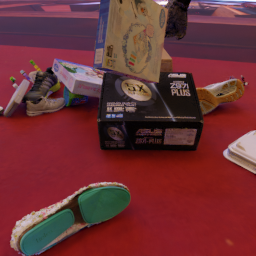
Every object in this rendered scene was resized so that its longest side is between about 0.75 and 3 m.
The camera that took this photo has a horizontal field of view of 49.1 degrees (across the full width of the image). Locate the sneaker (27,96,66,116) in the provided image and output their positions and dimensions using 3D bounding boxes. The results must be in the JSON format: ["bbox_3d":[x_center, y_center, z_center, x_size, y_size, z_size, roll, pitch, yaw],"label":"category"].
[{"bbox_3d":[-3.038,-0.909,10.454,1.518,0.622,0.567,-22,37,-31],"label":"sneaker"}]

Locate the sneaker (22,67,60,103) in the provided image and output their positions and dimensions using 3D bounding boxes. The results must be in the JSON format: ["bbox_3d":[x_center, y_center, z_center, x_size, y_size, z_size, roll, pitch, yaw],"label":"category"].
[{"bbox_3d":[-3.602,-1.746,11.448,0.934,1.023,2.527,5,31,8],"label":"sneaker"}]

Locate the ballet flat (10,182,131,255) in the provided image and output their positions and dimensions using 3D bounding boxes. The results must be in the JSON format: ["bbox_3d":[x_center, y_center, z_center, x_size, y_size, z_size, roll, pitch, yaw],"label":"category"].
[{"bbox_3d":[-1.184,1.725,5.903,2.591,0.980,0.828,-16,15,-31],"label":"ballet flat"}]

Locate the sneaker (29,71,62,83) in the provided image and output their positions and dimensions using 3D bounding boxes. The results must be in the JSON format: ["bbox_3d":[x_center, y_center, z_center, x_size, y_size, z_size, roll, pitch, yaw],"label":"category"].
[{"bbox_3d":[-3.735,-2.305,12.976,1.615,0.622,0.661,2,10,-6],"label":"sneaker"}]

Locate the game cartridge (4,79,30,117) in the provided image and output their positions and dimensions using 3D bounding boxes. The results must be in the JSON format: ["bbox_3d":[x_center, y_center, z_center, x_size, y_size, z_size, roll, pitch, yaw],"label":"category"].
[{"bbox_3d":[-4.124,-1.168,10.456,0.308,0.988,1.484,29,34,-23],"label":"game cartridge"}]

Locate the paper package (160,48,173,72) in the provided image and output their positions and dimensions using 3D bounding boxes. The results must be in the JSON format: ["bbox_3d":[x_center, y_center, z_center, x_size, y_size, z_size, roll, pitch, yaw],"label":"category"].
[{"bbox_3d":[1.062,-3.163,13.775,1.937,1.052,2.033,-4,31,-6],"label":"paper package"}]

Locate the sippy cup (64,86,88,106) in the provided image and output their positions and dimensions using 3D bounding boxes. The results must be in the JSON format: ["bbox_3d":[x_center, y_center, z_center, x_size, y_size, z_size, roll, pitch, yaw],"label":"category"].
[{"bbox_3d":[-2.020,-1.275,10.954,0.817,0.876,1.115,-3,44,-28],"label":"sippy cup"}]

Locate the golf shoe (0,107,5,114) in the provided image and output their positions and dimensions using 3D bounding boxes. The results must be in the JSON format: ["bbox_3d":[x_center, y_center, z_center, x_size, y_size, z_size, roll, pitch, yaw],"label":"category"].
[{"bbox_3d":[-5.307,-0.834,10.252,1.543,0.729,0.600,7,31,8],"label":"golf shoe"}]

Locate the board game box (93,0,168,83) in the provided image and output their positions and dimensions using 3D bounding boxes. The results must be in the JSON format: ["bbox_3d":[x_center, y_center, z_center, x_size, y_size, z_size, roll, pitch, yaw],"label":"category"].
[{"bbox_3d":[0.091,-1.685,5.149,1.483,1.490,0.323,5,3,-45],"label":"board game box"}]

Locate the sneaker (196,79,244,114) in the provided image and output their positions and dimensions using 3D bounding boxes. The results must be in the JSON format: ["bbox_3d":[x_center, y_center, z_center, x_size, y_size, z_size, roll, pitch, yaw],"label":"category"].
[{"bbox_3d":[2.995,-1.105,10.699,2.697,1.020,1.182,-13,4,-7],"label":"sneaker"}]

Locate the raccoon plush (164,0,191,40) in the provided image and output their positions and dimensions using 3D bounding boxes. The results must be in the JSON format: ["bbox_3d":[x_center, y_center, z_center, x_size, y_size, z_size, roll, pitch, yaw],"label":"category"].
[{"bbox_3d":[0.881,-3.099,7.475,1.285,1.917,0.928,-9,52,-4],"label":"raccoon plush"}]

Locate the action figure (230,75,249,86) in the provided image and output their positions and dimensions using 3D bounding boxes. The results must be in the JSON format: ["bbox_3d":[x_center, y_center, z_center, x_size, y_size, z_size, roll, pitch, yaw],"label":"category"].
[{"bbox_3d":[5.002,-2.020,12.613,0.887,0.594,0.660,17,0,16],"label":"action figure"}]

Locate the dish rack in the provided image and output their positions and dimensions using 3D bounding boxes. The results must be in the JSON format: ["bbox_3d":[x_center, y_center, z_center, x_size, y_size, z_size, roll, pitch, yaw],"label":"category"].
[{"bbox_3d":[4.052,0.737,7.914,1.855,0.471,2.161,-24,37,-33],"label":"dish rack"}]

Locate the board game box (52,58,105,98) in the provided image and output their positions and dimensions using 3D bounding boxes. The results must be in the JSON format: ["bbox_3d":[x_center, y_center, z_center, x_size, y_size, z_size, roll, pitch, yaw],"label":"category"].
[{"bbox_3d":[-1.376,-1.909,11.292,2.702,0.556,2.695,6,24,-35],"label":"board game box"}]

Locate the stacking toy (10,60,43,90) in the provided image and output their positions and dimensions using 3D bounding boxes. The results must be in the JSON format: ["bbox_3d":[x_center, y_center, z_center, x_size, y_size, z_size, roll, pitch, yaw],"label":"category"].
[{"bbox_3d":[-4.567,-2.352,12.544,1.346,0.420,1.786,-43,36,-6],"label":"stacking toy"}]

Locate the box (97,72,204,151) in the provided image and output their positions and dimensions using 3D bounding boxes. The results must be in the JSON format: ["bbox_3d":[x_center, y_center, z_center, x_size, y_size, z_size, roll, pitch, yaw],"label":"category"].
[{"bbox_3d":[0.634,-0.586,8.820,2.966,1.277,2.429,1,44,1],"label":"box"}]
